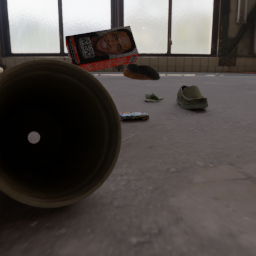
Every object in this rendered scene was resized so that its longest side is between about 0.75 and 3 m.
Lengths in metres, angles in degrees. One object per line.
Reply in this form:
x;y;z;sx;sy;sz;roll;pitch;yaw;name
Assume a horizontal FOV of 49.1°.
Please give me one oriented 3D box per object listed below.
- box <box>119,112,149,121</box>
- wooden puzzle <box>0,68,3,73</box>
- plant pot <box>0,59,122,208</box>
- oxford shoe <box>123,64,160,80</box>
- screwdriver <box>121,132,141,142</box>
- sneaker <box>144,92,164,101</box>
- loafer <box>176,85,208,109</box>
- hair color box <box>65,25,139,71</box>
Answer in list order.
0.211;-0.472;11.204;1.091;0.218;0.747;-4;15;-14;box
-2.615;0.214;4.140;0.551;2.378;2.203;17;10;-15;wooden puzzle
-1.593;0.147;5.310;2.362;2.362;2.050;-8;-1;-29;plant pot
0.585;-2.310;12.017;1.728;0.616;0.616;8;-28;-28;oxford shoe
-0.233;0.420;7.533;0.325;0.311;2.232;44;34;24;screwdriver
1.464;-1.761;15.770;1.129;0.500;0.434;-1;14;-4;sneaker
3.112;-1.605;14.051;1.107;1.025;2.944;-3;14;-11;loafer
-0.982;-2.953;10.569;2.505;1.271;0.767;-15;-10;-14;hair color box
